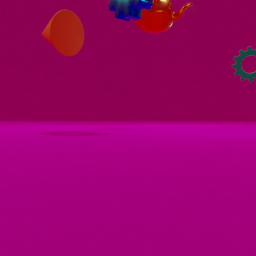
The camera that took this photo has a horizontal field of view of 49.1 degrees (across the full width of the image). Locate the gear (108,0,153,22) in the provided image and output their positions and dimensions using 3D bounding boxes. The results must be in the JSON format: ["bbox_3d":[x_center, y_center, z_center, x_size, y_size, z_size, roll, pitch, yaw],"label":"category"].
[{"bbox_3d":[0.098,-2.978,5.515,0.299,1.615,1.615,0,1,-33],"label":"gear"}]

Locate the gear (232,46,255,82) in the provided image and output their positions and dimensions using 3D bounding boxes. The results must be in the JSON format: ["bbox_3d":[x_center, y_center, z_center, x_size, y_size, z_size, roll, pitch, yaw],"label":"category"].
[{"bbox_3d":[4.268,-2.217,9.759,1.179,1.179,0.218,1,11,24],"label":"gear"}]

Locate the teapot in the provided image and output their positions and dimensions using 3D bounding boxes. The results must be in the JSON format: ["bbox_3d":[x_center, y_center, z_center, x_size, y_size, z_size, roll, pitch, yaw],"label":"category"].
[{"bbox_3d":[0.788,-3.257,7.791,1.911,1.188,0.936,3,-35,-4],"label":"teapot"}]

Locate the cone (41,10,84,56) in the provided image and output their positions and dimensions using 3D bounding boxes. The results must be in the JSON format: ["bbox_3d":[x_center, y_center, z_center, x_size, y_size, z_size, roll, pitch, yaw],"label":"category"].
[{"bbox_3d":[-2.673,-3.402,10.149,1.528,1.523,1.523,12,8,36],"label":"cone"}]
